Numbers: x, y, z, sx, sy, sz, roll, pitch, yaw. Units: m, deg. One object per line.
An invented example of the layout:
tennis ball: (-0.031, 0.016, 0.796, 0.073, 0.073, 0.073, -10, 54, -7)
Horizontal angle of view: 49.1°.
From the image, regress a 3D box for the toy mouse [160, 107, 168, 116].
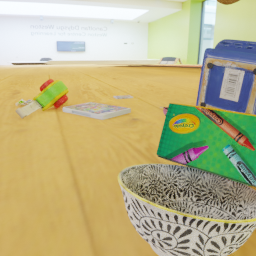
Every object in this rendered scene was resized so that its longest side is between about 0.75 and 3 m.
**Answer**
toy mouse: (1.563, -0.435, 8.534, 1.522, 0.295, 1.353, 9, 17, 25)

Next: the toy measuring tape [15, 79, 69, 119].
toy measuring tape: (-2.721, -1.079, 9.515, 1.059, 1.059, 2.879, 2, 18, 9)

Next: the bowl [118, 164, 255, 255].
bowl: (0.572, 0.886, 2.819, 1.456, 0.684, 1.456, 8, 9, -1)

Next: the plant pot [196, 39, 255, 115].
plant pot: (3.276, -1.343, 8.204, 2.194, 2.194, 1.973, 21, 30, 33)

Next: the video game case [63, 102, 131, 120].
video game case: (-1.062, -0.607, 9.433, 1.912, 0.172, 1.369, 12, 19, 38)

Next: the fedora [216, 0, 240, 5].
fedora: (2.338, -3.426, 5.726, 0.721, 1.768, 1.768, -7, 17, -16)

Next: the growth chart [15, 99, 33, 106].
growth chart: (-3.379, -1.048, 11.093, 1.907, 0.169, 1.380, -4, 15, -16)

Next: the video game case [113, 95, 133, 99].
video game case: (-0.219, -1.379, 12.457, 0.754, 0.068, 0.540, -6, 16, -19)

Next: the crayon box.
crayon box: (1.668, 0.303, 3.735, 1.421, 0.697, 2.392, 14, 1, 42)
